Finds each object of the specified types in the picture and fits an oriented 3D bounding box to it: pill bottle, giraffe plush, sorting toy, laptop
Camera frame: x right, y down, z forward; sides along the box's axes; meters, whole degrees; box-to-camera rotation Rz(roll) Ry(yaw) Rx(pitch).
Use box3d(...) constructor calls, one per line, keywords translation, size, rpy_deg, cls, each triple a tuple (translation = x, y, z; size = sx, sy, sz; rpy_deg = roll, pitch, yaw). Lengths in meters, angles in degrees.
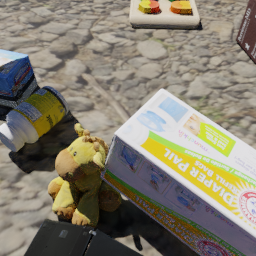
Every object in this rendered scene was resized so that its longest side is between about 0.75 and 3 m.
box3d(translation=(-2.376, -0.224, 6.981), size=(0.947, 0.947, 1.702), rpy_deg=(28, 55, 22), cls="pill bottle")
box3d(translation=(-0.843, 0.844, 5.641), size=(1.607, 1.510, 1.862), rpy_deg=(24, 55, 22), cls="giraffe plush")
box3d(translation=(1.441, -5.036, 11.367), size=(2.675, 0.527, 2.890), rpy_deg=(2, 50, 2), cls="sorting toy")
box3d(translation=(-0.956, 2.813, 4.940), size=(2.092, 1.080, 1.854), rpy_deg=(-3, 43, 32), cls="laptop")

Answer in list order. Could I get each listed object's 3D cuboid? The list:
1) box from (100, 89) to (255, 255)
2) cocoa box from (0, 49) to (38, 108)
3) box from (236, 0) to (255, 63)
box3d(translation=(1.197, 0.923, 5.179), size=(2.947, 1.494, 1.658), rpy_deg=(35, 50, 12), cls="box")
box3d(translation=(-3.682, -1.462, 7.914), size=(1.712, 1.123, 1.142), rpy_deg=(13, 51, 11), cls="cocoa box")
box3d(translation=(4.857, -3.046, 8.891), size=(1.674, 1.691, 2.038), rpy_deg=(-10, 50, -9), cls="box")
